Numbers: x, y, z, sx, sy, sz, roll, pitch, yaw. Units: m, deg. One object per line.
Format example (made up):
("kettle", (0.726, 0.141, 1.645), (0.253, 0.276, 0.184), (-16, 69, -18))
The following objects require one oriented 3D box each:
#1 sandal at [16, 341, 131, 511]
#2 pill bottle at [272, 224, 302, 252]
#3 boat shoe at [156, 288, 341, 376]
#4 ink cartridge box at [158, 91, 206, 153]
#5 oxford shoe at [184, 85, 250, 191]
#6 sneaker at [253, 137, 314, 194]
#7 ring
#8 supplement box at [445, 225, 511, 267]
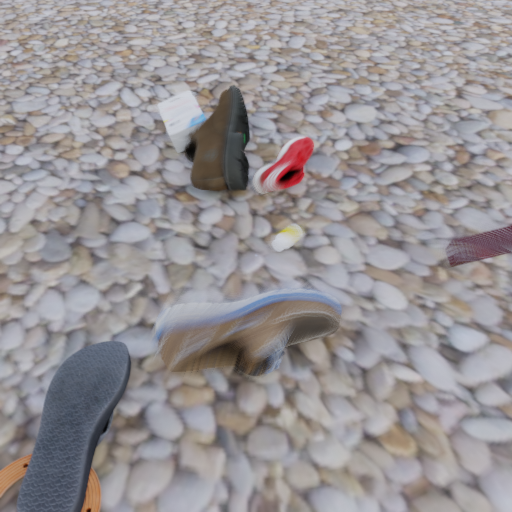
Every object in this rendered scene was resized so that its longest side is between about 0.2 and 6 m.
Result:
("sandal", (-2.439, 2.335, 7.590), (1.023, 0.576, 2.691), (6, 48, 9))
("pill bottle", (0.585, -0.334, 10.688), (0.334, 0.334, 0.601), (28, 47, 28))
("boat shoe", (-0.034, 1.265, 8.443), (2.862, 1.034, 1.036), (-8, 46, -5))
("ink cartridge box", (-1.755, -3.303, 13.677), (0.944, 0.556, 1.639), (-24, 45, -1))
("oxford shoe", (-0.897, -2.749, 12.541), (1.461, 1.258, 3.461), (-6, 42, 10))
("sneaker", (0.869, -1.917, 11.905), (1.824, 0.715, 1.054), (-48, 32, -23))
("ring", (-2.712, 3.160, 6.937), (1.574, 0.151, 1.574), (1, 42, -1))
("supplement box", (3.781, -0.168, 9.240), (1.153, 0.627, 0.351), (-15, 75, 6))
